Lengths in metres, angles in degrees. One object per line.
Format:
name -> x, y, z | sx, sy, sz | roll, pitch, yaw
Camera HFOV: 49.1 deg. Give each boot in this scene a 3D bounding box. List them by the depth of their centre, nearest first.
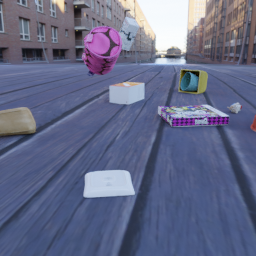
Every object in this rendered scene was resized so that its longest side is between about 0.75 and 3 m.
boot -> -4.891, -0.392, 9.882 | 2.620, 0.866, 2.295 | -12, 51, -31

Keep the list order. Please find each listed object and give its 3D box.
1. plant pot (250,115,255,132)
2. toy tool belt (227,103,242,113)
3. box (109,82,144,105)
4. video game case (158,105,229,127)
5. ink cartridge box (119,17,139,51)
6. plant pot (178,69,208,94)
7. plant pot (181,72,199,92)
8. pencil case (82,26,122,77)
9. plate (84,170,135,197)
plant pot -> 5.617, -0.827, 10.155 | 1.957, 1.903, 1.957 | 0, 16, 0
toy tool belt -> 5.019, -0.984, 13.196 | 0.490, 0.498, 0.797 | 22, 25, 32
box -> -0.028, -1.986, 15.718 | 1.218, 0.954, 1.958 | 8, 19, 26
video game case -> 2.667, -0.548, 11.817 | 2.369, 0.424, 2.147 | -2, 17, -7
ink cartridge box -> -0.026, -3.425, 10.185 | 0.401, 0.965, 0.708 | 11, 37, -24
plant pot -> 4.513, -3.120, 18.791 | 1.533, 1.523, 1.569 | 15, 17, 42
plant pot -> 4.201, -2.942, 18.365 | 0.976, 1.216, 1.216 | 12, 12, -19
pencil case -> -0.729, -1.951, 7.292 | 0.955, 0.925, 2.038 | 24, -6, -8
plate -> -0.443, 1.208, 6.338 | 1.085, 0.176, 1.088 | -1, 17, -6
